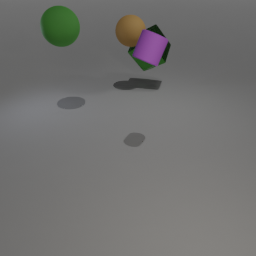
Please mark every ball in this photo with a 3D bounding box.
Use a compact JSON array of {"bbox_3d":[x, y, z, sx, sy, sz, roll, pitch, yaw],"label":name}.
[{"bbox_3d":[0.120,-4.452,12.860,1.400,1.400,1.400,0,28,0],"label":"ball"},{"bbox_3d":[-2.443,-3.657,10.109,1.400,1.400,1.400,0,28,0],"label":"ball"}]

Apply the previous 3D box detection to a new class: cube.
[{"bbox_3d":[1.086,-3.973,13.985,1.400,1.400,1.400,-13,46,40],"label":"cube"}]

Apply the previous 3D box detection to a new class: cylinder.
[{"bbox_3d":[0.556,-2.009,7.043,0.700,0.700,0.700,21,14,-6],"label":"cylinder"}]
